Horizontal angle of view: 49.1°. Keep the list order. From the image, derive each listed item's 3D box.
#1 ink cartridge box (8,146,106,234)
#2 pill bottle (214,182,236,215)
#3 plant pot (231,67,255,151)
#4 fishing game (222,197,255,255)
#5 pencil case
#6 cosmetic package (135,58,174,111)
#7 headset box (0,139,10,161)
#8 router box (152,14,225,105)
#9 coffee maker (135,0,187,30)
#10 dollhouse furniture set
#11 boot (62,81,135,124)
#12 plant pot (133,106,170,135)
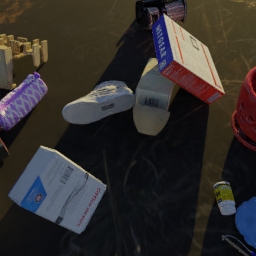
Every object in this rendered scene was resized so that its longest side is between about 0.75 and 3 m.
[{"bbox_3d":[-1.344,1.263,5.628,0.658,1.563,1.130,9,63,47],"label":"ink cartridge box"},{"bbox_3d":[2.659,1.930,7.680,0.459,0.459,0.803,-1,50,-1],"label":"pill bottle"},{"bbox_3d":[4.475,-0.468,8.589,2.327,2.119,2.327,0,50,0],"label":"plant pot"},{"bbox_3d":[3.597,2.507,7.232,1.557,0.338,2.174,30,61,35],"label":"fishing game"},{"bbox_3d":[-3.757,-0.952,9.743,0.951,0.969,2.266,30,56,1],"label":"pencil case"},{"bbox_3d":[1.067,-1.592,10.171,1.178,0.832,2.275,11,43,9],"label":"cosmetic package"},{"bbox_3d":[-4.546,0.596,8.694,1.184,0.597,1.593,-31,57,-23],"label":"headset box"},{"bbox_3d":[2.166,-2.569,10.360,2.566,0.698,2.859,25,43,-29],"label":"router box"},{"bbox_3d":[1.443,-5.568,13.512,2.109,1.421,2.026,-18,20,-15],"label":"coffee maker"},{"bbox_3d":[-4.621,-2.701,11.274,2.009,1.523,2.293,11,29,9],"label":"dollhouse furniture set"},{"bbox_3d":[-1.097,-0.970,9.949,2.567,0.944,1.227,-13,38,-13],"label":"boot"},{"bbox_3d":[0.703,-0.200,9.145,1.209,1.209,0.811,10,87,8],"label":"plant pot"}]
